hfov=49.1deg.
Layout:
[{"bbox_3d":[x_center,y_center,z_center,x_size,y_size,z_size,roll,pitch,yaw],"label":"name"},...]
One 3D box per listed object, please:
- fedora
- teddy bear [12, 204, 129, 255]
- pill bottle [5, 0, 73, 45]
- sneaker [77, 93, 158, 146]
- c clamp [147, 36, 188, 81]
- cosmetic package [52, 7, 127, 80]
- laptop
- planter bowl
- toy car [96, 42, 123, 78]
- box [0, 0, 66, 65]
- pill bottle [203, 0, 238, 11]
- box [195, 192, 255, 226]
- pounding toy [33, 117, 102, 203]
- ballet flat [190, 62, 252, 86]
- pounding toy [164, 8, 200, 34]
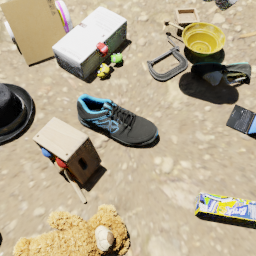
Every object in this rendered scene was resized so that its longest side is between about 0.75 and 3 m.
[{"bbox_3d":[-4.260,-0.715,8.382,2.554,1.166,2.554,0,60,0],"label":"fedora"},{"bbox_3d":[-1.318,2.849,6.553,2.743,0.916,1.989,-5,63,-2],"label":"teddy bear"},{"bbox_3d":[-3.190,-3.722,10.080,2.179,1.136,1.136,-23,63,-12],"label":"pill bottle"},{"bbox_3d":[-0.360,-0.231,8.181,2.574,1.054,0.942,16,62,8],"label":"sneaker"},{"bbox_3d":[1.325,-2.390,9.896,1.694,0.229,1.447,-38,72,-21],"label":"c clamp"},{"bbox_3d":[-1.262,-3.007,9.807,1.288,0.938,2.534,31,64,17],"label":"cosmetic package"},{"bbox_3d":[3.684,-0.323,8.534,1.022,0.528,0.906,28,64,14],"label":"laptop"},{"bbox_3d":[2.631,-3.001,9.972,1.503,0.626,1.503,0,60,1],"label":"planter bowl"},{"bbox_3d":[-0.559,-2.335,9.523,0.270,1.212,1.140,22,33,40],"label":"toy car"},{"bbox_3d":[-3.054,-3.385,9.480,1.682,2.058,0.219,-24,33,-12],"label":"box"},{"bbox_3d":[1.837,-3.718,6.539,1.948,1.095,1.095,35,62,-16],"label":"pill bottle"},{"bbox_3d":[2.560,2.080,7.170,1.590,0.557,0.511,9,61,5],"label":"box"},{"bbox_3d":[-1.546,0.869,7.443,1.513,1.643,1.168,26,63,30],"label":"pounding toy"},{"bbox_3d":[3.134,-1.806,9.296,2.064,0.702,0.706,-3,72,-1],"label":"ballet flat"},{"bbox_3d":[1.957,-3.858,10.469,1.282,0.586,1.126,-4,61,-2],"label":"pounding toy"}]
